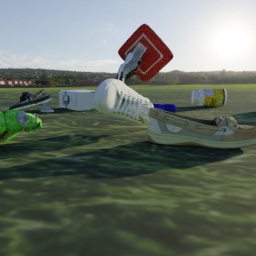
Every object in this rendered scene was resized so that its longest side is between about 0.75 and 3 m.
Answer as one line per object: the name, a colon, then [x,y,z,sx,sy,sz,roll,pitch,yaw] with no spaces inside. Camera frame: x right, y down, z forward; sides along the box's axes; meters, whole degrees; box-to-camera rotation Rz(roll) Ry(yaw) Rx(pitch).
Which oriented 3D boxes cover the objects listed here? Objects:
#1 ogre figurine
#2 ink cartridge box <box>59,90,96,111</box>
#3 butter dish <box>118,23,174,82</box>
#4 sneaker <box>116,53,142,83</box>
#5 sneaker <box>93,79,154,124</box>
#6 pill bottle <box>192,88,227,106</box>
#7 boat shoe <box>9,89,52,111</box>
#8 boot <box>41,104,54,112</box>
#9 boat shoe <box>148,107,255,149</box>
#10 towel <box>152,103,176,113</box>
ogre figurine: [-3.233,-0.030,6.532,2.437,1.196,1.461,12,-13,-23]
ink cartridge box: [-2.532,-1.560,15.282,1.713,0.987,2.348,-7,12,-34]
butter dish: [0.794,-2.972,10.809,1.699,1.694,1.256,-39,8,37]
sneaker: [0.028,-2.006,9.771,0.622,1.569,0.580,24,-31,4]
sneaker: [0.099,-0.705,8.080,1.185,1.019,2.798,22,7,25]
pill bottle: [4.787,-1.829,16.648,1.885,1.056,1.056,0,10,4]
boat shoe: [-4.787,-1.372,13.555,0.947,0.840,2.534,-17,9,37]
boot: [-4.002,-0.977,13.804,0.765,0.365,0.281,4,11,22]
boat shoe: [1.908,-0.046,7.017,2.834,0.891,1.034,3,10,14]
towel: [1.576,-1.003,13.869,1.586,0.393,1.171,1,9,5]
